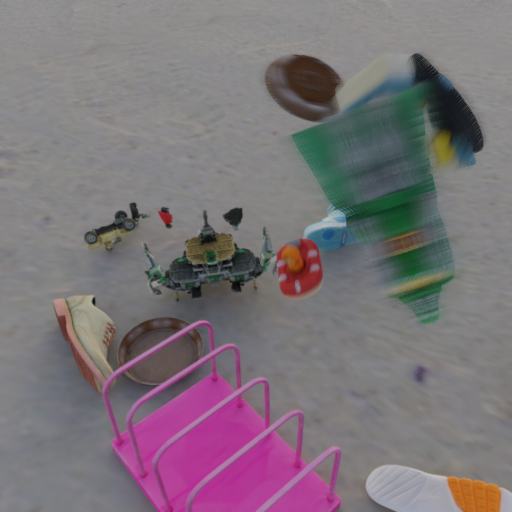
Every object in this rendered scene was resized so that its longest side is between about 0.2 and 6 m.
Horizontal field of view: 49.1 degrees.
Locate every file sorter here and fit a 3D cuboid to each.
[{"bbox_3d":[-0.477,2.405,7.148,1.887,1.703,2.716,-30,50,-29],"label":"file sorter"}]

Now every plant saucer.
[{"bbox_3d":[-1.557,1.589,9.178,1.401,0.241,1.401,1,42,-1],"label":"plant saucer"},{"bbox_3d":[0.881,-2.859,9.326,1.482,0.238,1.482,10,57,-15],"label":"plant saucer"}]

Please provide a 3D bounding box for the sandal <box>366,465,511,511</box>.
[{"bbox_3d":[2.441,3.240,7.114,2.099,0.602,0.804,6,38,39],"label":"sandal"}]

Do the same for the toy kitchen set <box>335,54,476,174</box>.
[{"bbox_3d":[2.583,-2.138,8.873,2.046,1.205,1.639,-11,84,-30],"label":"toy kitchen set"}]

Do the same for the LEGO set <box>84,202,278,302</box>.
[{"bbox_3d":[-1.262,0.025,10.595,2.672,1.166,4.115,-28,36,-31],"label":"LEGO set"}]

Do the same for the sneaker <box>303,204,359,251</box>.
[{"bbox_3d":[1.550,-0.696,11.471,1.629,0.648,1.064,-8,43,-22],"label":"sneaker"}]

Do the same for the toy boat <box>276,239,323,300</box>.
[{"bbox_3d":[0.490,0.101,6.936,0.567,0.568,0.869,-19,49,16],"label":"toy boat"}]

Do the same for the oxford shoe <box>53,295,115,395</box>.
[{"bbox_3d":[-2.644,1.307,9.106,0.807,0.774,2.187,-20,46,-24],"label":"oxford shoe"}]

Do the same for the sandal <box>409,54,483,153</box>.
[{"bbox_3d":[2.900,-2.349,8.810,1.902,0.455,0.715,43,52,-17],"label":"sandal"}]

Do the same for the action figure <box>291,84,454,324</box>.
[{"bbox_3d":[1.705,-0.490,6.903,1.670,2.827,0.773,-21,4,12],"label":"action figure"}]
